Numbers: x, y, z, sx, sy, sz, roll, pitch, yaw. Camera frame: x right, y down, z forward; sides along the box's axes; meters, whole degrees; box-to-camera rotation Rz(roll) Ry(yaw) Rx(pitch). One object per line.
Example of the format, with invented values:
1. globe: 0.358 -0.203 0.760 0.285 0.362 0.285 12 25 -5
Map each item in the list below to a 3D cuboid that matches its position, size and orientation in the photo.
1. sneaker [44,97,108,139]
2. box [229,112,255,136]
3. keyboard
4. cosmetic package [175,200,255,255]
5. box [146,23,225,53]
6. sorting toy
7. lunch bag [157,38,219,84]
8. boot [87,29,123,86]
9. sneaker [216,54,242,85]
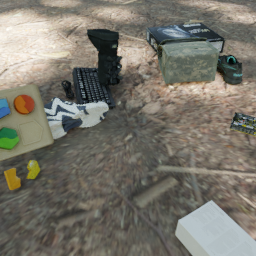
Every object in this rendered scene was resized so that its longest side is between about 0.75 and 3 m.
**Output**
1. sneaker: -1.711 -0.562 8.390 2.021 0.807 1.315 -27 54 -16
2. box: 3.540 -0.110 8.322 0.877 0.216 0.700 17 43 20
3. keyboard: -1.497 -1.465 9.885 1.666 0.356 2.775 -7 38 -12
4. cosmetic package: 1.920 2.381 4.903 0.921 0.565 2.231 -22 43 -25
5. box: 2.567 -4.068 12.941 2.935 0.639 2.351 -9 39 -11
6. sorting toy: -2.506 0.180 6.517 1.668 2.239 0.300 -21 8 -43
7. lunch bag: 2.170 -2.711 10.711 1.884 1.350 2.297 -4 33 -3
8. boot: -0.838 -2.478 9.680 0.782 1.731 2.112 -12 28 -24
9. sneaker: 3.812 -2.502 10.830 0.807 0.849 2.141 -11 38 -10
